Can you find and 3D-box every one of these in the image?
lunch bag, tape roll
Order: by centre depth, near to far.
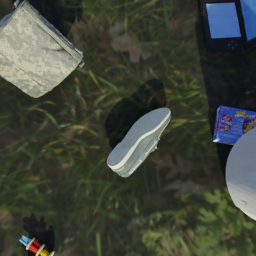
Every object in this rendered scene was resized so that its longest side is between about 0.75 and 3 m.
[{"bbox_3d":[4.352,1.300,7.292,2.979,2.045,2.979,0,87,-1],"label":"tape roll"},{"bbox_3d":[-2.633,-2.201,7.924,1.932,2.304,1.605,-20,41,37],"label":"lunch bag"}]

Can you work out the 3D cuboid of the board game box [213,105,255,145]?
[{"bbox_3d":[3.559,0.014,8.688,1.644,0.368,1.106,12,77,3],"label":"board game box"}]

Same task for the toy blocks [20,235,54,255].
[{"bbox_3d":[-2.715,3.566,7.848,1.006,0.365,0.839,31,78,7],"label":"toy blocks"}]

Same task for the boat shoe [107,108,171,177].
[{"bbox_3d":[0.455,0.417,8.525,2.553,0.929,0.789,-46,124,-17],"label":"boat shoe"}]

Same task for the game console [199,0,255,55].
[{"bbox_3d":[3.566,-3.791,9.067,2.041,1.405,2.368,-3,76,-1],"label":"game console"}]
